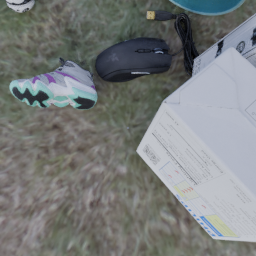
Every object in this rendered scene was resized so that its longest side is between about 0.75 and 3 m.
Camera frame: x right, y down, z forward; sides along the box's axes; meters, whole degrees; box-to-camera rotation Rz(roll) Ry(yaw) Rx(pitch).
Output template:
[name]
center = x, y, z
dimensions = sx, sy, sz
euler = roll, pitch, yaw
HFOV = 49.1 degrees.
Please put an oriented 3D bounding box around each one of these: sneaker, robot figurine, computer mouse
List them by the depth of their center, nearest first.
[sneaker]
center = -1.761, -1.207, 6.790
dimensions = 1.989, 0.773, 1.391
euler = 8, 58, -26
[computer mouse]
center = 0.485, -2.243, 7.240
dimensions = 2.774, 0.638, 1.947
euler = -5, 77, -2
[robot figurine]
center = -2.915, -3.641, 7.291
dimensions = 0.773, 1.238, 0.930
euler = -39, 67, -21

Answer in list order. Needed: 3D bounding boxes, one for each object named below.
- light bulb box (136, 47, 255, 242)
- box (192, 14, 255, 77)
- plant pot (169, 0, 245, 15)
[light bulb box]
center = 1.801, 0.550, 5.366
dimensions = 1.715, 2.748, 2.723
euler = -38, 79, -18
[box]
center = 2.672, -1.384, 5.726
dimensions = 1.575, 2.700, 0.812
euler = 13, 75, -16
[plant pot]
center = 2.097, -4.670, 6.666
dimensions = 2.746, 2.746, 2.580
euler = 28, 82, 7
